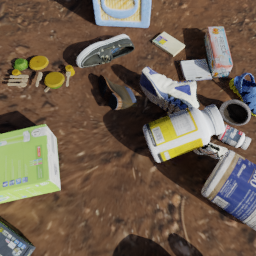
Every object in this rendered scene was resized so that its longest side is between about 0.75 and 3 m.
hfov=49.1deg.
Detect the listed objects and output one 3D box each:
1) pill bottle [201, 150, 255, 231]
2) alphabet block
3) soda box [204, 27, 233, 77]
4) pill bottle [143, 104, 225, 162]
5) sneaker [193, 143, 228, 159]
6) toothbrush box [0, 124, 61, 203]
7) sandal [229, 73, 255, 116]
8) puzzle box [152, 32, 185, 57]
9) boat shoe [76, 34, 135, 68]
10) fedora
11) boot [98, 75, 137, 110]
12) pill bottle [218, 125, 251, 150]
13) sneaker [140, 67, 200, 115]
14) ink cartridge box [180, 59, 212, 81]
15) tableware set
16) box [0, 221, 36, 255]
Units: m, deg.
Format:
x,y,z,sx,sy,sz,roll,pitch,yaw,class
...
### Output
x,y,z,sx,sy,sz,roll,pitch,yaw,class
3.757,2.039,8.027,2.912,1.616,1.616,32,66,16,pill bottle
-0.184,-6.186,12.035,2.508,2.522,2.568,5,61,1,alphabet block
3.632,-3.094,11.345,0.689,0.741,2.167,0,61,0,soda box
1.767,0.116,8.955,2.362,1.323,1.323,-21,62,7,pill bottle
2.816,0.727,9.410,1.190,0.476,0.439,7,60,2,sneaker
-3.553,1.171,8.678,2.594,1.117,1.889,-12,62,-1,toothbrush box
4.550,-1.251,10.274,0.803,0.880,2.021,-26,66,-16,sandal
1.728,-3.581,11.953,1.188,0.151,0.790,41,69,20,puzzle box
-0.859,-3.010,11.256,2.521,0.865,0.714,-31,66,-18,boat shoe
3.863,-0.602,10.017,1.075,0.951,0.485,28,35,16,fedora
-0.443,-1.334,10.573,0.947,0.730,1.955,-1,43,-33,boot
3.641,0.336,9.565,0.960,0.574,0.574,27,65,13,pill bottle
1.694,-1.368,10.350,1.447,1.012,2.506,-38,74,-23,sneaker
2.705,-2.258,11.187,1.064,0.216,1.066,-6,61,-3,ink cartridge box
-3.394,-2.173,11.098,2.492,0.382,1.678,0,58,1,tableware set
-3.934,3.486,7.851,2.050,0.523,1.616,29,66,15,box
